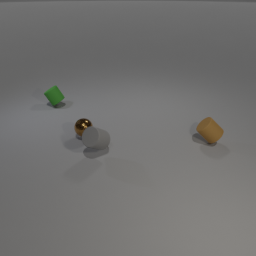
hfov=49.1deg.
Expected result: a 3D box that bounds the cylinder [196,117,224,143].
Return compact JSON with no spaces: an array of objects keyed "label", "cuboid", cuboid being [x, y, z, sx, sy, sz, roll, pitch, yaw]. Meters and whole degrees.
[{"label":"cylinder","cuboid":[2.971,0.079,10.161,0.700,0.700,0.700,42,26,-14]}]

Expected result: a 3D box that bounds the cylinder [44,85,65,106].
[{"label":"cylinder","cuboid":[-3.471,-1.533,13.199,0.700,0.700,0.700,-29,21,12]}]

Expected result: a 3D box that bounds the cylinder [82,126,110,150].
[{"label":"cylinder","cuboid":[-1.053,0.348,9.304,0.700,0.700,0.700,18,-2,30]}]

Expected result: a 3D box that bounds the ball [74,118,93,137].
[{"label":"ball","cuboid":[-1.668,-0.019,10.536,0.700,0.700,0.700,0,28,0]}]
